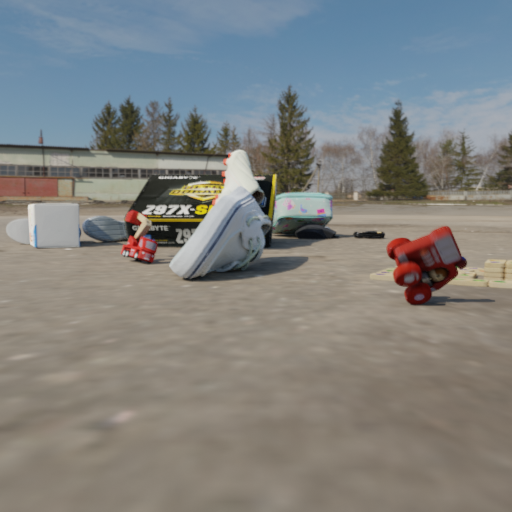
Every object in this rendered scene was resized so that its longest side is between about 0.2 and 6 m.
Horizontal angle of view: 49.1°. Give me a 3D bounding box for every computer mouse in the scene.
[{"bbox_3d":[2.430,-0.712,16.289,2.604,0.443,0.763,1,4,2],"label":"computer mouse"}]

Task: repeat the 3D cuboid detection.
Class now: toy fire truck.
[{"bbox_3d":[1.703,0.090,5.511,0.667,0.445,0.794,-22,-47,21],"label":"toy fire truck"},{"bbox_3d":[-2.032,-0.345,9.823,0.299,0.864,1.226,22,-8,-33],"label":"toy fire truck"}]

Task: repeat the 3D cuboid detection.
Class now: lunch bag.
[{"bbox_3d":[1.341,-1.271,17.194,1.892,0.909,2.359,-2,-9,-9],"label":"lunch bag"}]

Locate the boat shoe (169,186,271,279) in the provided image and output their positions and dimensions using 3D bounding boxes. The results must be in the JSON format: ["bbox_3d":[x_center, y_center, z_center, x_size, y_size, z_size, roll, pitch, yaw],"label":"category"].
[{"bbox_3d":[-0.307,-0.312,8.472,1.012,1.114,3.029,39,26,-4],"label":"boat shoe"}]

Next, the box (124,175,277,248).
[{"bbox_3d":[-1.237,-1.180,13.900,3.412,0.842,2.724,1,32,5],"label":"box"}]

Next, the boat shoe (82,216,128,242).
[{"bbox_3d":[-3.869,-0.640,15.125,0.606,0.703,1.953,-20,-16,39],"label":"boat shoe"}]

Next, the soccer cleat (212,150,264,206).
[{"bbox_3d":[-0.305,-1.553,12.858,1.047,0.935,2.700,3,39,5],"label":"soccer cleat"}]

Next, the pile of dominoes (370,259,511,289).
[{"bbox_3d":[2.837,0.137,7.736,2.139,0.341,1.668,3,6,27],"label":"pile of dominoes"}]

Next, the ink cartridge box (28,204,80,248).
[{"bbox_3d":[-4.829,-0.737,13.340,1.008,1.026,1.394,-3,5,-26],"label":"ink cartridge box"}]

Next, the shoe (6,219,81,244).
[{"bbox_3d":[-5.427,-0.602,14.432,1.787,0.639,0.813,2,0,-15],"label":"shoe"}]
